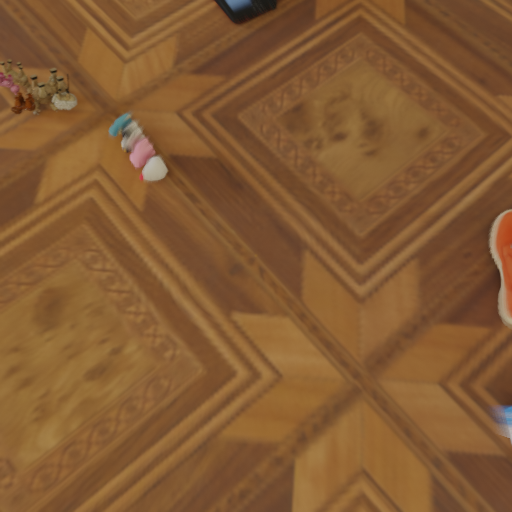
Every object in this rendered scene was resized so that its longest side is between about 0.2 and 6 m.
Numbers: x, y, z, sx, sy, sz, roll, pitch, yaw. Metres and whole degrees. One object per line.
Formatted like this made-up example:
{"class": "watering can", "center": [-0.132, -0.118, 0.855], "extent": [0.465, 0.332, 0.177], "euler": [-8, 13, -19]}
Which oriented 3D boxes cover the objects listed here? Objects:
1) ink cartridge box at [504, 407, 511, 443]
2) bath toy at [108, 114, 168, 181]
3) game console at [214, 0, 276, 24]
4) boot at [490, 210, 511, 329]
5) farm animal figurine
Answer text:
{"class": "ink cartridge box", "center": [3.620, 2.372, 6.954], "extent": [0.732, 0.426, 1.012], "euler": [-1, 64, -2]}
{"class": "bath toy", "center": [-1.846, -1.629, 8.766], "extent": [0.446, 0.525, 1.208], "euler": [-35, 73, -6]}
{"class": "game console", "center": [-0.230, -5.224, 10.179], "extent": [1.328, 0.914, 1.540], "euler": [-29, 69, -15]}
{"class": "boot", "center": [3.724, 0.054, 7.704], "extent": [0.663, 0.948, 1.768], "euler": [0, 67, 5]}
{"class": "farm animal figurine", "center": [-3.637, -2.705, 9.249], "extent": [1.146, 0.604, 1.159], "euler": [-15, 58, -20]}
